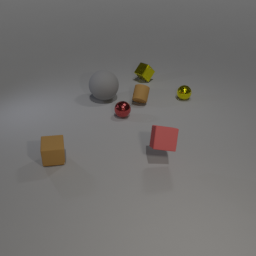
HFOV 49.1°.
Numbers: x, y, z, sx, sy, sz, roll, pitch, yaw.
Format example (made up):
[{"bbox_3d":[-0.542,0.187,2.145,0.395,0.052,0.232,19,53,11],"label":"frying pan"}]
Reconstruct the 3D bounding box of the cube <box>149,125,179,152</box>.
[{"bbox_3d":[1.099,0.307,8.658,0.700,0.700,0.700,7,3,-5],"label":"cube"}]

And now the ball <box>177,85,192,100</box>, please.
[{"bbox_3d":[2.691,-1.700,13.411,0.700,0.700,0.700,0,30,0],"label":"ball"}]

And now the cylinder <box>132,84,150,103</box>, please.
[{"bbox_3d":[0.597,-1.574,12.895,0.700,0.700,0.700,12,-9,2],"label":"cylinder"}]

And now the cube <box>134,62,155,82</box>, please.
[{"bbox_3d":[0.912,-3.084,15.442,0.700,0.700,0.700,30,86,44],"label":"cube"}]

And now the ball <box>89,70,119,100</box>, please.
[{"bbox_3d":[-1.126,-2.004,13.049,1.400,1.400,1.400,0,30,0],"label":"ball"}]

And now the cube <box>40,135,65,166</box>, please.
[{"bbox_3d":[-2.403,0.719,8.982,0.700,0.700,0.700,-4,40,-12],"label":"cube"}]

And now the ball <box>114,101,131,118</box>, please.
[{"bbox_3d":[-0.227,-0.788,11.805,0.700,0.700,0.700,0,30,0],"label":"ball"}]
